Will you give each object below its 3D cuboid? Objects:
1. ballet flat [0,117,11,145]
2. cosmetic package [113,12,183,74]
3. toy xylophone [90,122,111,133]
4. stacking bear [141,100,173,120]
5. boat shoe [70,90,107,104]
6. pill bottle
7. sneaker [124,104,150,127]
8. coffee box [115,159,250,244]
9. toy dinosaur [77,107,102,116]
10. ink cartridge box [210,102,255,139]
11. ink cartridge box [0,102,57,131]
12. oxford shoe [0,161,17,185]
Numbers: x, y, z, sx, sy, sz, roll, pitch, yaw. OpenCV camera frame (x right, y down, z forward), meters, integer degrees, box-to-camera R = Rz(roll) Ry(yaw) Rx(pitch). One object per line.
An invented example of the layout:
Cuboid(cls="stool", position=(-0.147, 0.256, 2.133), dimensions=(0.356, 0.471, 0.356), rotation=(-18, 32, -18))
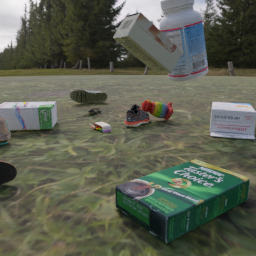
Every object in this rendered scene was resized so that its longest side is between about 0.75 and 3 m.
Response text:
Cuboid(cls="ballet flat", position=(-5.016, 0.098, 8.213), dimensions=(2.869, 0.965, 0.977), rotation=(-7, 15, -25))
Cuboid(cls="cosmetic package", position=(0.591, -2.378, 8.021), dimensions=(1.787, 0.780, 0.924), rotation=(33, -5, -33))
Cuboid(cls="toy xylophone", position=(-1.033, -0.038, 10.331), dimensions=(0.677, 0.232, 0.925), rotation=(-6, 15, -22))
Cuboid(cls="stacking bear", position=(1.182, -0.822, 11.880), dimensions=(1.255, 0.714, 0.762), rotation=(15, 38, -13))
Cuboid(cls="boat shoe", position=(-2.419, -1.864, 16.866), dimensions=(2.256, 0.843, 0.771), rotation=(3, 6, -21))
Cuboid(cls="pill bottle", position=(1.958, -3.201, 10.039), dimensions=(1.513, 2.783, 1.513), rotation=(-11, 22, 5))
Cuboid(cls="sneaker", position=(0.440, -0.595, 11.437), dimensions=(0.744, 0.791, 1.932), rotation=(5, 14, 18))
Cuboid(cls="coffee box", position=(0.988, 1.135, 4.944), dimensions=(2.147, 0.472, 1.320), rotation=(-10, 17, -35))
Cuboid(cls="toy dinosaur", position=(-1.675, -0.762, 13.145), dimensions=(0.649, 0.350, 1.474), rotation=(-8, 7, 37))
Cuboid(cls="ink cartridge box", position=(3.797, -0.346, 10.252), dimensions=(1.474, 0.869, 2.560), rotation=(4, 14, 16))
Cuboid(cls="ink cartridge box", position=(-3.901, -0.494, 10.825), dimensions=(2.087, 0.876, 1.511), rotation=(-2, 14, -7))
Cuboid(cls="oxford shoe", position=(-3.087, 0.882, 5.894), dimensions=(1.596, 0.569, 0.569), rotation=(-1, 9, 0))
